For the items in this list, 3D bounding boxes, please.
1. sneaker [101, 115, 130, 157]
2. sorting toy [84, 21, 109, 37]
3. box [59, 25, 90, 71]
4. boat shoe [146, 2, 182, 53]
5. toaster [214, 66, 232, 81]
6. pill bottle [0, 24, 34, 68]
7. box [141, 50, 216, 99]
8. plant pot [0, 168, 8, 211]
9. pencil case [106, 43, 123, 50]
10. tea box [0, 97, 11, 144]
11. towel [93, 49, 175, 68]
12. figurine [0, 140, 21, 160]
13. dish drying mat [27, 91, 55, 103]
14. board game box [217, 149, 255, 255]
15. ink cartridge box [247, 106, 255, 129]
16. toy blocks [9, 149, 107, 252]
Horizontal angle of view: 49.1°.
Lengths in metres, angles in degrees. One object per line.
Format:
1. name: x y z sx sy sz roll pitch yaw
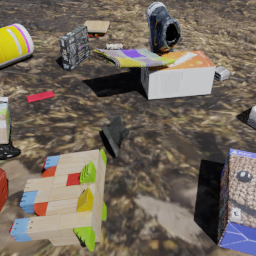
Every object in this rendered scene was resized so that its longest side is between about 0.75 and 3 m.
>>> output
1. sneaker: -0.304 0.224 8.772 0.836 0.481 1.603 -18 39 -13
2. sorting toy: -1.793 -5.539 15.729 1.340 0.469 1.348 4 40 4
3. box: -2.363 -3.636 12.667 0.396 1.456 1.818 14 42 18
4. boat shoe: 1.452 -3.330 10.849 1.007 2.845 1.291 -30 59 1
5. toaster: 3.946 -2.286 11.856 0.492 0.432 0.761 -24 48 -21
6. pill bottle: -5.835 -3.436 12.347 1.552 1.552 2.978 29 48 30
7. box: 1.876 -2.115 11.001 2.497 1.217 1.553 -6 38 -7
8. plant pot: -3.704 1.566 6.453 1.419 1.610 1.609 14 40 -4
9. pencil case: -0.691 -4.093 14.089 0.826 0.321 0.369 -2 13 -3
10. tea box: -4.130 -0.219 7.987 1.353 0.904 1.331 -3 33 -19
11. towel: 0.222 -2.478 9.787 2.461 0.280 1.767 -9 31 -30
12. figurine: -4.590 0.463 8.309 2.134 0.941 2.187 -18 42 -33
13. dish drying mat: -3.372 -1.212 10.821 1.003 0.091 0.385 -16 43 -20
14. board game box: 3.103 1.730 6.502 1.733 1.053 2.174 10 42 12
15. ink cartridge box: 4.989 -0.193 9.103 1.220 0.710 1.675 -24 47 -26
16. toy blocks: -1.590 1.620 6.647 1.899 1.388 2.778 -8 41 8
